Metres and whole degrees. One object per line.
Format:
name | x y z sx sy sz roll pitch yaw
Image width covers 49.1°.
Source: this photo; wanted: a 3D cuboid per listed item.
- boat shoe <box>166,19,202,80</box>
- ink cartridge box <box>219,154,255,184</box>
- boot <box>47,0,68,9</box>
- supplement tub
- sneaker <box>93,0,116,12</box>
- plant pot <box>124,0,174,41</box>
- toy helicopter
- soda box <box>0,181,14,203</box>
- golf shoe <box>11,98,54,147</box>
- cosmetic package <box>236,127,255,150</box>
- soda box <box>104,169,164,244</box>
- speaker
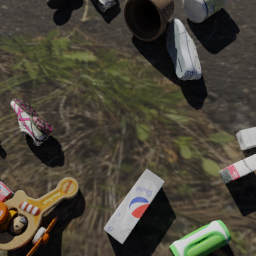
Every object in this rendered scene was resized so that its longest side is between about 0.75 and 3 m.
boat shoe | 2.195 -3.006 10.983 0.900 0.992 2.696 4 69 -27
ink cartridge box | 3.750 1.371 9.327 1.136 0.832 0.470 -22 72 -8
boot | -3.047 -5.859 12.138 1.099 0.583 1.670 42 65 17
supplement tub | 3.246 -5.269 11.503 1.699 1.232 1.232 -37 74 -12
sneaker | -1.123 -5.914 12.108 1.039 0.675 1.799 -30 83 -15
plant pot | 0.999 -4.639 11.175 1.840 1.840 1.605 36 56 12
toy helicopter | -2.771 2.666 8.764 2.969 1.171 1.963 -33 69 -21
soda box | -4.448 1.936 9.353 1.290 0.409 0.451 37 75 12
golf shoe | -3.608 -0.249 9.936 2.103 0.763 0.968 42 98 24
cosmetic package | 4.534 0.323 9.910 1.149 0.466 0.648 -10 71 -5
soda box | 0.198 2.467 8.938 0.732 0.788 2.307 36 74 8
speaker | 2.208 3.536 8.588 1.791 0.792 0.792 -24 72 -8
